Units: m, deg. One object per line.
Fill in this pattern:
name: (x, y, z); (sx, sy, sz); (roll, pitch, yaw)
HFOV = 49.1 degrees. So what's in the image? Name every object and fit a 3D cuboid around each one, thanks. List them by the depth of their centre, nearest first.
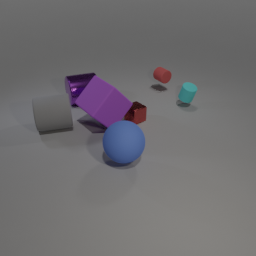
ball: (-0.133, 0.456, 9.178); (1.400, 1.400, 1.400); (0, 31, 0)
cube: (-0.969, -0.994, 11.257); (1.400, 1.400, 1.400); (36, 90, 41)
cylinder: (-3.018, -0.624, 11.320); (1.400, 1.400, 1.400); (-8, 32, -12)
cube: (0.317, -0.648, 12.089); (0.700, 0.700, 0.700); (-22, 38, -33)
cylinder: (2.782, -1.648, 13.058); (0.700, 0.700, 0.700); (8, 45, -8)
cylinder: (-2.204, -1.889, 13.500); (1.400, 1.400, 1.400); (-12, 33, -20)
cylinder: (1.796, -2.768, 14.664); (0.700, 0.700, 0.700); (-18, 36, -27)
